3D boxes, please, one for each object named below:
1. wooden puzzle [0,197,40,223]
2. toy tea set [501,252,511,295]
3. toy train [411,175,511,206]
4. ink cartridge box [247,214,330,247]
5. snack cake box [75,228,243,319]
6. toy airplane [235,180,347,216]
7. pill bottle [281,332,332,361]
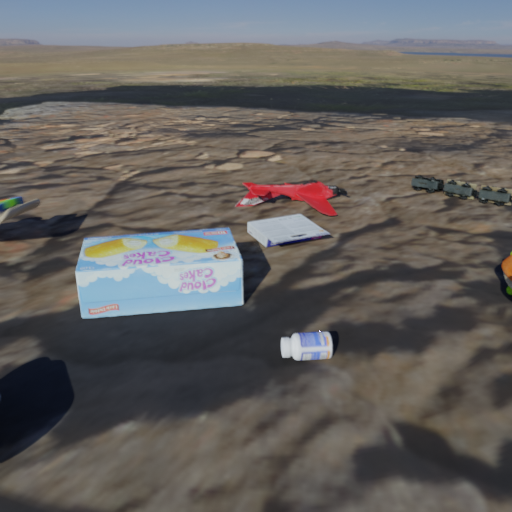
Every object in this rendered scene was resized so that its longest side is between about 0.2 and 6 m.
[{"bbox_3d":[-4.805,-0.740,9.862,1.544,0.358,1.430,-14,14,6],"label":"wooden puzzle"},{"bbox_3d":[3.968,0.681,7.528,1.543,0.960,2.594,40,33,13],"label":"toy tea set"},{"bbox_3d":[4.786,-1.526,12.983,2.406,0.410,0.551,18,17,37],"label":"toy train"},{"bbox_3d":[0.593,-0.430,10.543,1.174,0.259,1.196,-10,27,-22],"label":"ink cartridge box"},{"bbox_3d":[-1.414,0.217,8.342,2.289,0.769,1.317,-4,22,-10],"label":"snack cake box"},{"bbox_3d":[0.781,-1.431,12.609,2.593,0.477,2.593,0,21,0],"label":"toy airplane"},{"bbox_3d":[0.608,1.102,6.825,0.588,0.330,0.330,-2,23,-5],"label":"pill bottle"}]
